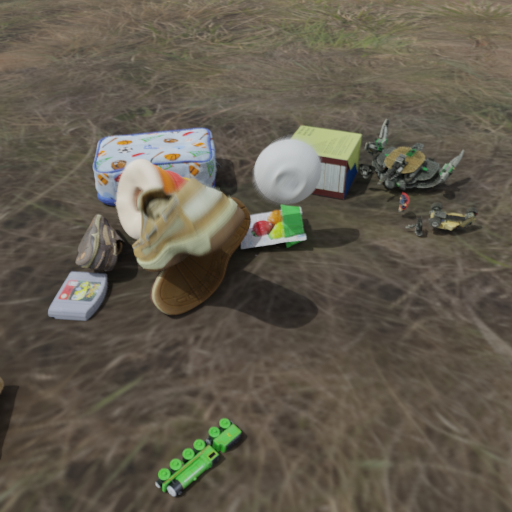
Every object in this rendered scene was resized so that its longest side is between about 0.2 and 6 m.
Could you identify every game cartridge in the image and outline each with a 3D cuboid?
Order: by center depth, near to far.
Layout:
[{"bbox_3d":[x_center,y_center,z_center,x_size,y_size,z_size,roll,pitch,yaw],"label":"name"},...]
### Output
[{"bbox_3d":[-3.250,0.722,10.437,0.813,0.250,1.221,6,36,2],"label":"game cartridge"}]

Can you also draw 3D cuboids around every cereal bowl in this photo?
[{"bbox_3d":[0.610,-1.515,10.603,1.279,1.279,0.533,-1,35,-1],"label":"cereal bowl"}]

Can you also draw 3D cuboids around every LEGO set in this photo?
[{"bbox_3d":[3.726,-1.749,13.497,2.528,1.103,3.893,3,49,7],"label":"LEGO set"}]

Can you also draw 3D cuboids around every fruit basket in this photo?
[{"bbox_3d":[0.350,-0.568,12.049,1.373,0.644,1.272,-14,35,7],"label":"fruit basket"}]

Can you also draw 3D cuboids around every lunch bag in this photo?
[{"bbox_3d":[-2.399,-2.286,13.860,3.062,1.157,2.453,-5,34,-5],"label":"lunch bag"}]

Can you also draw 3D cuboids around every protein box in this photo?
[{"bbox_3d":[1.627,-2.352,13.958,1.606,1.083,1.594,12,37,17],"label":"protein box"}]

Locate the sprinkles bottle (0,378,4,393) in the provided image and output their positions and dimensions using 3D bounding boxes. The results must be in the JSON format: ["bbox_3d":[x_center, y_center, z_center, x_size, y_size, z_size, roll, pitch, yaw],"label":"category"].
[{"bbox_3d":[-3.993,2.332,7.946,0.496,0.496,1.453,-4,36,-6],"label":"sprinkles bottle"}]

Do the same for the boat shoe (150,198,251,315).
[{"bbox_3d":[-1.195,0.025,10.908,1.058,1.061,2.940,-15,34,46],"label":"boat shoe"}]

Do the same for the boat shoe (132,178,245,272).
[{"bbox_3d":[-1.424,-0.616,9.216,3.263,1.242,1.169,-19,31,55],"label":"boat shoe"}]

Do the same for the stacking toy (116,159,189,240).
[{"bbox_3d":[-1.624,-1.133,11.685,2.201,1.608,1.608,-2,30,-40],"label":"stacking toy"}]

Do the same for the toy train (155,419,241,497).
[{"bbox_3d":[-0.751,2.732,7.600,0.387,0.286,1.372,36,49,26],"label":"toy train"}]

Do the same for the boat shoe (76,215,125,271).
[{"bbox_3d":[-3.123,-0.187,11.346,0.766,0.778,2.089,28,17,-20],"label":"boat shoe"}]
